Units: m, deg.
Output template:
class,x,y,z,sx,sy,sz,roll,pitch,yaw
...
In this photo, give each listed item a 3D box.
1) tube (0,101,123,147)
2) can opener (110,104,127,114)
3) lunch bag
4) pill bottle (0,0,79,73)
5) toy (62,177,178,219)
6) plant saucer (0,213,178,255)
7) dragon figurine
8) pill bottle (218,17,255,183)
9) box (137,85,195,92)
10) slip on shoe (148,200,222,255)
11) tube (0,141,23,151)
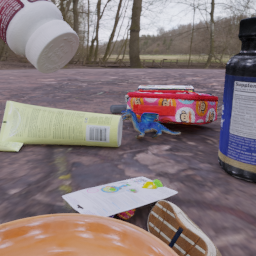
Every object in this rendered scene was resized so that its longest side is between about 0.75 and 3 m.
class,x,y,z,sx,sy,sz,roll,pitch,yaw
tube,-1.553,-0.038,6.443,2.827,0.734,0.820,4,35,5
can opener,0.217,-0.868,10.254,1.743,0.583,0.465,-3,15,-12
lunch bag,1.124,-0.580,7.968,2.386,0.978,2.102,8,9,42
pill bottle,-2.739,-2.897,7.306,2.946,1.614,1.614,46,29,10
toy,-0.082,0.972,3.652,1.324,0.312,0.762,-10,15,-35
plant saucer,-0.614,1.367,1.864,2.329,0.436,2.329,0,14,0
dragon figurine,0.539,-0.139,6.861,1.524,0.758,0.448,-2,-10,4
pill bottle,2.359,-0.487,4.739,1.441,2.576,1.441,0,14,0
box,1.914,-1.870,14.347,2.788,0.484,1.534,2,15,8
slip on shoe,0.581,1.145,2.944,0.360,0.452,1.188,38,-8,-19
tube,-2.820,0.398,6.112,0.952,0.276,0.247,2,-23,-3
